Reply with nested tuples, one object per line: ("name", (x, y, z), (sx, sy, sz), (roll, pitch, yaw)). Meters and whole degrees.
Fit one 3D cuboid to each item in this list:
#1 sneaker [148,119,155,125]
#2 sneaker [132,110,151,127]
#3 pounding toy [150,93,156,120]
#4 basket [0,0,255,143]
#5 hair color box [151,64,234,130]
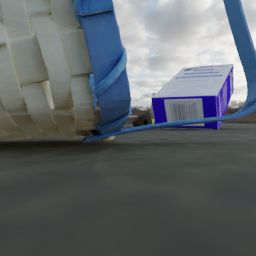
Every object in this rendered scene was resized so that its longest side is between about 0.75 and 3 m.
("sneaker", (1.253, -0.378, 15.932), (0.728, 0.641, 1.721), (6, 8, -20))
("sneaker", (0.468, -0.187, 9.770), (0.417, 0.447, 1.183), (-23, -13, -21))
("pounding toy", (1.985, -0.447, 8.788), (1.949, 1.015, 2.218), (5, 9, -16))
("basket", (-0.298, -0.909, 1.959), (2.343, 2.066, 1.630), (-11, -3, -6))
("hair color box", (1.767, -0.872, 7.104), (1.466, 0.869, 2.681), (2, 28, 28))
